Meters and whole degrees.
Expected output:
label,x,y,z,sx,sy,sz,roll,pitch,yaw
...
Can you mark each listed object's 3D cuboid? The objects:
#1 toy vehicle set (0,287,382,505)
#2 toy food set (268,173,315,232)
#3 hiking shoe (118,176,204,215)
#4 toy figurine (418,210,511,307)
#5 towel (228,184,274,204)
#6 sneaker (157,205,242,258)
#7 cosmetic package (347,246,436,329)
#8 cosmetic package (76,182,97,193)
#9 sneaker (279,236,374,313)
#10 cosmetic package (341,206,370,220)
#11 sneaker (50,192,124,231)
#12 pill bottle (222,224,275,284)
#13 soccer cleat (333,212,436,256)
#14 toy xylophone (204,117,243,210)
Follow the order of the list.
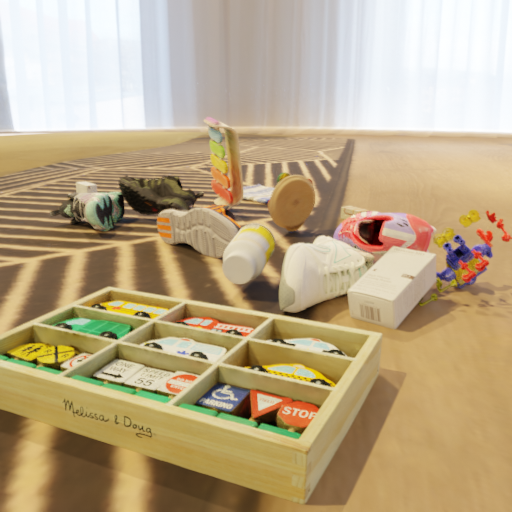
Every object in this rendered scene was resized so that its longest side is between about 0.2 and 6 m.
label,x,y,z,sx,sy,sz,roll,pitch,yaw
toy vehicle set,-0.714,1.009,5.179,3.300,0.437,2.050,7,18,24
toy food set,0.702,-1.054,10.820,1.099,1.088,0.267,25,6,-37
hiking shoe,-2.090,-1.353,12.163,1.936,0.733,0.975,25,50,24
toy figurine,2.802,0.246,7.673,1.610,0.965,0.849,-39,43,5
towel,0.159,-1.646,14.831,1.287,0.209,1.752,-14,21,-38
sneaker,-0.703,-0.570,9.941,1.222,0.846,2.181,-16,22,-40
cosmetic package,1.709,0.363,6.944,0.622,0.453,1.223,12,36,36
cosmetic package,-4.447,-1.707,14.688,0.293,0.402,0.791,-12,21,-37
sneaker,0.969,0.198,7.400,0.902,0.792,2.252,11,18,24
cosmetic package,2.145,-0.892,12.092,0.316,0.266,0.611,-11,19,-33
sneaker,-3.572,-0.905,11.447,1.387,0.771,1.982,-2,7,0
pill bottle,-0.115,-0.019,7.722,0.585,0.585,1.045,4,24,14
soccer cleat,1.704,-0.353,8.557,0.918,0.801,2.400,15,0,-21
toy xylophone,-0.779,-2.109,12.727,0.529,2.105,1.541,-14,19,-18
